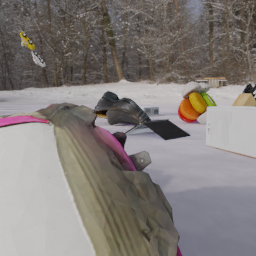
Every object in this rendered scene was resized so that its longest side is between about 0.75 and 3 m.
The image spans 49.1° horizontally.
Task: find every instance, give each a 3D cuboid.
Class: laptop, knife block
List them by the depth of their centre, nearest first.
[{"bbox_3d":[0.676,0.157,6.665,1.036,0.641,1.106,-5,-20,-46],"label":"laptop"},{"bbox_3d":[4.885,-1.130,11.766,1.782,1.565,0.570,-4,6,-32],"label":"knife block"}]

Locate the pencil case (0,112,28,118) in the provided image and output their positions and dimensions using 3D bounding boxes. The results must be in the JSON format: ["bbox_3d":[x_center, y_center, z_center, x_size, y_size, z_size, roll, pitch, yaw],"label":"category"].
[{"bbox_3d":[-2.329,0.040,4.699,0.590,0.678,1.516,23,17,31],"label":"pencil case"}]

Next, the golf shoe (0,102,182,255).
[{"bbox_3d":[-0.717,0.422,1.111,1.007,0.794,2.187,-21,11,-35],"label":"golf shoe"}]

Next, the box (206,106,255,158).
[{"bbox_3d":[2.105,0.021,4.600,0.936,0.734,1.505,-1,6,-18],"label":"box"}]

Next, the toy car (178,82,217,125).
[{"bbox_3d":[2.496,-0.732,10.065,1.777,1.555,1.333,-8,-26,-51],"label":"toy car"}]

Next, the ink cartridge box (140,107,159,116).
[{"bbox_3d":[0.248,-0.879,14.440,2.204,0.521,1.765,5,8,30],"label":"ink cartridge box"}]

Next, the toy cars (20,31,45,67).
[{"bbox_3d":[-3.515,-2.790,10.177,0.317,1.432,0.642,-41,44,-17],"label":"toy cars"}]

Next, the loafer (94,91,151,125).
[{"bbox_3d":[-0.249,-0.432,9.156,0.975,0.968,2.679,49,-13,-31],"label":"loafer"}]
